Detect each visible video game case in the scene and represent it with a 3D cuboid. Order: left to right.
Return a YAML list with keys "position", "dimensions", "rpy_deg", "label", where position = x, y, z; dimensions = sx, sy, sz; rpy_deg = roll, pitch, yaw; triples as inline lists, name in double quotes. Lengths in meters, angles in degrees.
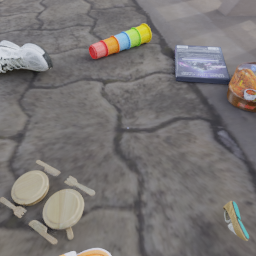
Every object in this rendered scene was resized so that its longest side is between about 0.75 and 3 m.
- position: [2.546, -2.309, 9.909]
  dimensions: [1.726, 0.229, 2.416]
  rpy_deg: [4, 42, 5]
  label: "video game case"

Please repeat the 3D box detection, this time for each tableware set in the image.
- position: [-1.557, 1.411, 5.502]
  dimensions: [1.753, 0.351, 1.159]
  rpy_deg: [21, 57, 31]
  label: "tableware set"

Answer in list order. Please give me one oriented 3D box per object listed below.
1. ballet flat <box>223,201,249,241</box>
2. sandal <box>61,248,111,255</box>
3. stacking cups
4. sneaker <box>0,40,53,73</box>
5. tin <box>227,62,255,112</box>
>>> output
- position: [1.868, 1.655, 4.909]
  dimensions: [0.274, 0.299, 0.871]
  rpy_deg: [-33, 17, 20]
  label: "ballet flat"
- position: [-1.371, 2.505, 3.867]
  dimensions: [2.723, 0.780, 1.043]
  rpy_deg: [-20, 45, -22]
  label: "sandal"
- position: [-0.268, -3.212, 10.680]
  dimensions: [2.547, 0.771, 0.771]
  rpy_deg: [-31, 49, -25]
  label: "stacking cups"
- position: [-3.792, -2.051, 9.227]
  dimensions: [2.646, 0.998, 1.522]
  rpy_deg: [16, 52, 29]
  label: "sneaker"
- position: [3.864, -1.295, 8.555]
  dimensions: [1.353, 0.506, 2.416]
  rpy_deg: [16, 43, 24]
  label: "tin"
